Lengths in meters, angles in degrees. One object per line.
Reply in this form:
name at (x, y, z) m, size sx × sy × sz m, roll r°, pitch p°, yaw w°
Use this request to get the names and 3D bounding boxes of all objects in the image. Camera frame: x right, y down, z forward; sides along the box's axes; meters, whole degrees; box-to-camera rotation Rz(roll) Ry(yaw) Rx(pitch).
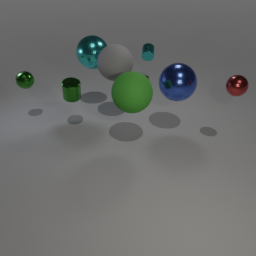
ball at (-1.511, -3.233, 11.981) m, size 1.400 × 1.400 × 1.400 m, roll 0°, pitch 30°, yaw 0°
ball at (1.832, -1.682, 10.323) m, size 1.400 × 1.400 × 1.400 m, roll 0°, pitch 30°, yaw 0°
ball at (-0.496, -2.532, 10.900) m, size 1.400 × 1.400 × 1.400 m, roll 0°, pitch 30°, yaw 0°
ball at (3.551, -1.378, 9.124) m, size 0.700 × 0.700 × 0.700 m, roll 0°, pitch 30°, yaw 0°
cylinder at (1.107, -4.176, 15.433) m, size 0.700 × 0.700 × 0.700 m, roll 3°, pitch 57°, yaw 5°
cylinder at (-2.156, -1.459, 10.717) m, size 0.700 × 0.700 × 0.700 m, roll 3°, pitch 45°, yaw -3°
ball at (0.137, -1.193, 9.439) m, size 1.400 × 1.400 × 1.400 m, roll 0°, pitch 30°, yaw 0°
ball at (-4.104, -1.914, 11.170) m, size 0.700 × 0.700 × 0.700 m, roll 0°, pitch 30°, yaw 0°
